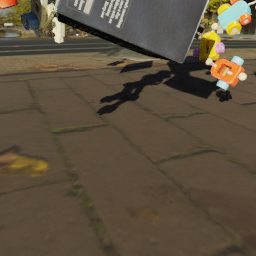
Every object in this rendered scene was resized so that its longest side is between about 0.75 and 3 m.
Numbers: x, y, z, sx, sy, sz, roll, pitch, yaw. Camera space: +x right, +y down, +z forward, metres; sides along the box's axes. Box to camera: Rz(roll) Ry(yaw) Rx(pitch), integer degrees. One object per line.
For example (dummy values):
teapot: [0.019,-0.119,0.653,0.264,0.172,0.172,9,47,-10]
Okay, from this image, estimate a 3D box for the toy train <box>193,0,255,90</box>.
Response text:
toy train: [2.002,-1.585,5.285,0.484,1.741,1.308,19,11,-44]

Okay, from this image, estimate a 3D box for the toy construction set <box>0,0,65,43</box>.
toy construction set: [-1.926,-1.660,3.826,1.353,1.926,2.937,2,29,36]

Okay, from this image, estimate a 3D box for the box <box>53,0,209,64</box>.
box: [-0.064,-1.638,3.794,1.627,0.955,1.600,17,13,-18]

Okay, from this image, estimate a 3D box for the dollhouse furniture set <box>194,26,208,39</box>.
dollhouse furniture set: [2.773,-3.259,10.787,0.925,1.046,0.582,24,17,-10]

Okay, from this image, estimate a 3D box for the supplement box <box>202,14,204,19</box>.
supplement box: [0.753,-3.947,7.951,2.148,1.426,2.118,-18,49,-9]
